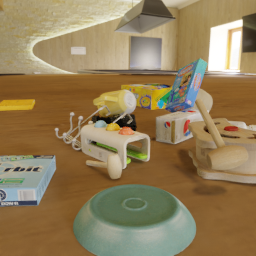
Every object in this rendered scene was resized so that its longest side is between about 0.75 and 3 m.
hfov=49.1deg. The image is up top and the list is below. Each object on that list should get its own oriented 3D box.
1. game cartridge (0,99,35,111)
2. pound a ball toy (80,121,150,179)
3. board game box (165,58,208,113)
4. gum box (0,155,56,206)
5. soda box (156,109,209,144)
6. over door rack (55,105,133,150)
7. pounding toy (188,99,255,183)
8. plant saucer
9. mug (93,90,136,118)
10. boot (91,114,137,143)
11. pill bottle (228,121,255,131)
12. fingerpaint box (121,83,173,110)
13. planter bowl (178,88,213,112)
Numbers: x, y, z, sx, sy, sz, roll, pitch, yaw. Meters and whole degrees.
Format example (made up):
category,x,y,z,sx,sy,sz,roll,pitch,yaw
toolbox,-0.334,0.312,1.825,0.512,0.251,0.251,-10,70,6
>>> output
category,x,y,z,sx,sy,sz,roll,pitch,yaw
game cartridge,-5.423,-1.118,13.683,1.558,0.287,1.768,-3,16,-13
pound a ball toy,-0.432,0.358,6.321,1.280,0.834,1.963,-11,16,-39
board game box,1.895,-1.360,9.230,0.361,1.607,1.222,26,-14,-18
gum box,-2.125,0.905,5.126,1.306,0.342,1.537,-1,14,-3
soda box,1.690,-0.103,8.483,0.666,0.713,2.093,9,16,40
over door rack,-1.027,-0.169,7.866,1.841,0.613,1.360,-30,28,-24
pounding toy,2.149,0.120,5.717,1.580,1.585,2.762,-4,14,4
plant saucer,0.091,1.202,4.005,1.739,0.313,1.739,0,14,0
mug,-0.361,-0.734,9.130,1.040,1.015,1.267,-13,17,43
boot,-0.398,-0.032,8.283,1.349,0.679,1.804,3,17,-2
pill bottle,2.857,0.153,7.540,1.174,0.671,0.671,4,14,17
fingerpaint box,1.323,-1.717,14.468,2.331,1.025,2.794,-8,16,-30
planter bowl,2.313,-0.988,10.365,0.890,1.323,1.323,36,-7,-32
